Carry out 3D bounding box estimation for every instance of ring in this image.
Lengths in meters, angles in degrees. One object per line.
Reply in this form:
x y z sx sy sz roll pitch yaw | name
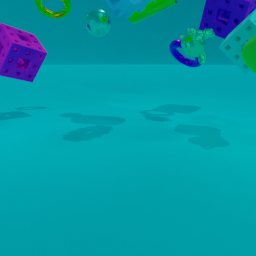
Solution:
1.968 -2.512 9.500 1.284 0.257 1.284 33 -8 5 | ring
-2.552 -4.218 9.548 1.220 0.244 1.220 0 -24 0 | ring

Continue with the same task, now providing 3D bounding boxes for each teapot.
2.919 -1.491 5.865 0.979 0.771 1.574 -10 -14 11 | teapot

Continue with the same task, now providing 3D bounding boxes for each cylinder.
0.471 -3.617 7.349 1.293 1.293 1.293 -18 6 24 | cylinder

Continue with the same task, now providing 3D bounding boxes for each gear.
0.324 -3.072 5.840 1.784 0.330 1.784 -36 -4 -3 | gear

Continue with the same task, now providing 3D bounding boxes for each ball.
-0.903 -3.198 8.541 0.799 0.799 0.799 0 14 0 | ball

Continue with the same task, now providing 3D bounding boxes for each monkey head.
2.074 -2.564 8.343 0.916 0.767 1.274 -22 64 -15 | monkey head

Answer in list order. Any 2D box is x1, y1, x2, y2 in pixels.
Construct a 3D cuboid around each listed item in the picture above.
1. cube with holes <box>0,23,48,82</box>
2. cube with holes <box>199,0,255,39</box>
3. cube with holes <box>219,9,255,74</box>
-3.551 -2.380 8.986 1.170 1.170 1.170 6 39 -49 | cube with holes
3.523 -4.065 9.618 1.394 1.394 1.394 30 53 21 | cube with holes
2.982 -2.095 6.775 0.930 0.930 0.930 -43 4 47 | cube with holes
